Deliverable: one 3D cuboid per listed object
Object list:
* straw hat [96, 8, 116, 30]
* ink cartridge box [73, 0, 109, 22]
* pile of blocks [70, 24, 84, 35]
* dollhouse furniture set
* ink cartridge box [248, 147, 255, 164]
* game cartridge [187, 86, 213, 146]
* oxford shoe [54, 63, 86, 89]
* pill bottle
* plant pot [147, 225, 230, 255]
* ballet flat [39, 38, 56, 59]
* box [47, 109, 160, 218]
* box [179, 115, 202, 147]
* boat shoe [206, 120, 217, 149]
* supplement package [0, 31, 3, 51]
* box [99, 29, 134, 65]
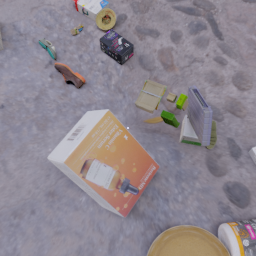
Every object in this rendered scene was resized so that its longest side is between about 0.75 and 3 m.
[{"bbox_3d":[-0.984,-4.979,13.009,0.996,0.421,0.996,0,90,4],"label":"straw hat"},{"bbox_3d":[-1.832,-5.877,13.361,1.670,0.562,0.970,35,70,15],"label":"ink cartridge box"},{"bbox_3d":[-2.362,-4.549,12.979,0.792,0.325,0.246,-44,30,-27],"label":"pile of blocks"},{"bbox_3d":[1.041,-0.759,8.601,1.417,0.711,0.928,26,84,27],"label":"dollhouse furniture set"},{"bbox_3d":[5.110,0.961,10.329,0.997,0.428,0.730,-19,66,-7],"label":"ink cartridge box"},{"bbox_3d":[2.299,-0.433,9.049,0.371,1.253,1.933,-9,32,2],"label":"game cartridge"},{"bbox_3d":[-2.549,-2.206,11.725,1.546,0.550,0.561,32,75,14],"label":"oxford shoe"},{"bbox_3d":[4.132,3.502,8.654,2.347,1.366,1.366,-8,66,-3],"label":"pill bottle"},{"bbox_3d":[1.831,4.284,8.414,2.607,0.358,2.607,-4,74,13],"label":"plant pot"},{"bbox_3d":[-3.465,-3.554,12.395,0.407,0.431,1.278,-36,70,-23],"label":"ballet flat"},{"bbox_3d":[-0.700,1.077,8.811,2.709,1.441,2.063,47,66,-24],"label":"box"},{"bbox_3d":[2.484,0.102,10.526,0.904,0.778,0.908,11,66,5],"label":"box"},{"bbox_3d":[3.157,0.267,10.678,0.406,0.371,1.085,9,86,-1],"label":"boat shoe"},{"bbox_3d":[-6.344,-4.346,12.390,1.085,1.072,1.790,-16,67,-7],"label":"supplement package"},{"bbox_3d":[-0.492,-3.515,12.209,1.331,0.706,0.814,40,71,16],"label":"box"}]
